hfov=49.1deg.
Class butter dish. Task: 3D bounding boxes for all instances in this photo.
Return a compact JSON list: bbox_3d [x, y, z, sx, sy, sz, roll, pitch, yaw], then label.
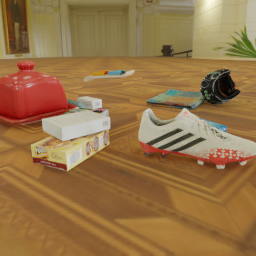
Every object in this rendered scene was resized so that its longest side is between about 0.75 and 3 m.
[{"bbox_3d":[-3.579,-1.398,10.059,2.703,2.003,2.710,16,23,39],"label":"butter dish"}]

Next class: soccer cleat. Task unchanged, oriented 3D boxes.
[{"bbox_3d":[1.584,0.156,6.504,2.798,1.192,0.960,6,19,20],"label":"soccer cleat"}]

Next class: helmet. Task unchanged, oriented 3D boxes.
[{"bbox_3d":[3.897,-1.753,12.014,1.590,1.590,1.516,-3,7,-8],"label":"helmet"}]

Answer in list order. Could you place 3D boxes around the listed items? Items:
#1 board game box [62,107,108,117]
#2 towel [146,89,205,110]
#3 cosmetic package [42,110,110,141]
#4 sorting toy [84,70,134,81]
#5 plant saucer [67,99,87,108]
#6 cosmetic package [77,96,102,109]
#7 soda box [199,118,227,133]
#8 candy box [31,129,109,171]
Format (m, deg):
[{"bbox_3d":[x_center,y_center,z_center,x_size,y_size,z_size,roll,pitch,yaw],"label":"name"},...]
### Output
[{"bbox_3d":[-1.431,-0.238,8.909,1.166,0.508,1.580,5,19,16],"label":"board game box"},{"bbox_3d":[2.356,-1.360,12.751,2.129,0.315,2.903,9,20,27],"label":"towel"},{"bbox_3d":[-1.292,-0.100,7.031,1.368,0.353,1.031,-15,25,-38],"label":"cosmetic package"},{"bbox_3d":[-0.488,-1.450,7.515,1.176,0.214,1.088,-4,14,13],"label":"sorting toy"},{"bbox_3d":[-2.304,-0.984,11.293,1.725,0.164,0.603,17,-12,41],"label":"plant saucer"},{"bbox_3d":[-1.610,-1.053,11.688,1.008,0.359,0.511,16,24,41],"label":"cosmetic package"},{"bbox_3d":[2.427,0.000,8.413,0.356,0.337,1.049,-11,21,-31],"label":"soda box"},{"bbox_3d":[-1.340,0.406,6.868,1.022,0.490,1.771,9,20,26],"label":"candy box"}]
